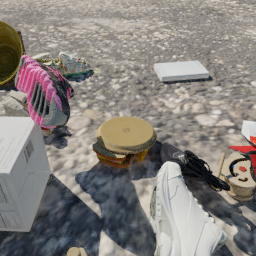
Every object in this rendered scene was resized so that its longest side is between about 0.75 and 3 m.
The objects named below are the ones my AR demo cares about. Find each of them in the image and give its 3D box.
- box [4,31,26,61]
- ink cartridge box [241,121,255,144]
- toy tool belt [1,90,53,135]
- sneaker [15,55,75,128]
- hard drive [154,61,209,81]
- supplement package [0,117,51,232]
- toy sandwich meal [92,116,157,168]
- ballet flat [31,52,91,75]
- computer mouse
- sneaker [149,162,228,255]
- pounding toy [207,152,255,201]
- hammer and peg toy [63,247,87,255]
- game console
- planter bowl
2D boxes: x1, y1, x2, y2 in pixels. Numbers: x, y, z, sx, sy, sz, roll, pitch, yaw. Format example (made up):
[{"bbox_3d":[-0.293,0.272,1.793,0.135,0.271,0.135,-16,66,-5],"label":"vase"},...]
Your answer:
[{"bbox_3d":[-5.670,-3.603,12.668,1.526,1.253,1.266,2,37,3],"label":"box"},{"bbox_3d":[4.046,0.205,7.574,1.528,0.451,1.909,9,9,11],"label":"ink cartridge box"},{"bbox_3d":[-2.895,-0.671,8.816,1.895,1.184,1.165,18,49,21],"label":"toy tool belt"},{"bbox_3d":[-1.759,-0.883,6.689,1.313,1.087,2.752,11,26,-39],"label":"sneaker"},{"bbox_3d":[2.243,-2.449,11.940,2.016,0.269,1.330,-5,37,-8],"label":"hard drive"},{"bbox_3d":[-3.195,0.938,6.095,2.363,1.780,1.793,1,37,2],"label":"supplement package"},{"bbox_3d":[-0.069,0.358,7.911,1.902,0.651,1.902,2,33,-1],"label":"toy sandwich meal"},{"bbox_3d":[-3.026,-2.676,11.689,2.948,0.942,1.115,-10,37,-14],"label":"ballet flat"},{"bbox_3d":[1.316,0.892,6.667,0.548,1.439,2.078,-51,20,-3],"label":"computer mouse"},{"bbox_3d":[1.183,1.919,5.561,1.417,1.111,2.853,5,45,-4],"label":"sneaker"},{"bbox_3d":[2.664,1.056,6.677,0.901,0.904,1.576,24,43,35],"label":"pounding toy"},{"bbox_3d":[-1.466,2.935,4.222,2.289,0.807,1.684,-18,40,-22],"label":"hammer and peg toy"},{"bbox_3d":[3.610,0.950,7.286,1.557,0.924,1.342,0,67,-16],"label":"game console"},{"bbox_3d":[-5.249,-2.905,11.400,2.618,2.618,1.090,5,0,7],"label":"planter bowl"}]
